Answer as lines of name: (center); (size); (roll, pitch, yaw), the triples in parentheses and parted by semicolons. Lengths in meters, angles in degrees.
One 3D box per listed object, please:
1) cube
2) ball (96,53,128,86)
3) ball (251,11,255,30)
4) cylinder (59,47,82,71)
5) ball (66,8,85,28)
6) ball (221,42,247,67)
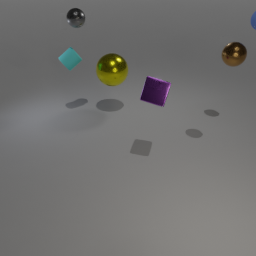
cube: (0.791, -1.031, 8.049); (0.700, 0.700, 0.700); (18, 6, 5)
ball: (-0.681, -2.495, 12.046); (1.400, 1.400, 1.400); (0, 29, 0)
ball: (4.382, -3.538, 9.142); (0.700, 0.700, 0.700); (0, 29, 0)
cylinder: (-2.388, -2.869, 11.621); (0.700, 0.700, 0.700); (-41, 34, 4)
ball: (-1.945, -4.109, 10.470); (0.700, 0.700, 0.700); (0, 29, 0)
ball: (3.084, -2.140, 8.140); (0.700, 0.700, 0.700); (0, 29, 0)
